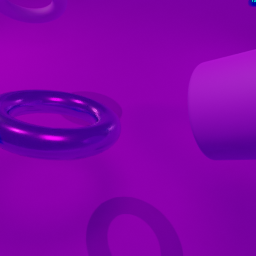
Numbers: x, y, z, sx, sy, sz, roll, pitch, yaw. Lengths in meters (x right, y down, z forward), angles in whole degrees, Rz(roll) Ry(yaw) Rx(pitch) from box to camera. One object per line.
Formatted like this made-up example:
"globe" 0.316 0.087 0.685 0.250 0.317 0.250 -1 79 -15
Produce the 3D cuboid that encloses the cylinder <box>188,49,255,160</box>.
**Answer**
"cylinder" 1.457 -0.254 3.078 1.195 1.195 1.195 -7 38 39

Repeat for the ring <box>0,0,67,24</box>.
"ring" -2.451 -3.179 6.866 1.887 1.887 0.377 -2 79 -2

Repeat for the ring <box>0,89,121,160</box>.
"ring" -1.107 -0.130 4.205 2.040 0.408 2.040 10 21 -4

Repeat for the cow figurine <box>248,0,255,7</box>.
"cow figurine" 2.883 -3.095 5.938 0.976 0.992 0.545 35 24 -9
